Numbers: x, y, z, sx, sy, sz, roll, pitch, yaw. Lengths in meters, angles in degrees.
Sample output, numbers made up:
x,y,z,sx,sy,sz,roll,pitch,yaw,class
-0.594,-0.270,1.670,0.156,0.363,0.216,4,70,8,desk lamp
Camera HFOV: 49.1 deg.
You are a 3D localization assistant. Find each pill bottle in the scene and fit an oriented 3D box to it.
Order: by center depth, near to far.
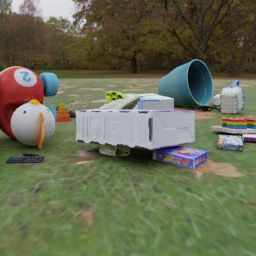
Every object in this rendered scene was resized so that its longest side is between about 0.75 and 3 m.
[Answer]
x,y,z,sx,sy,sz,roll,pitch,yaw,class
5.874,-1.819,18.191,0.686,0.686,1.220,6,15,25,pill bottle

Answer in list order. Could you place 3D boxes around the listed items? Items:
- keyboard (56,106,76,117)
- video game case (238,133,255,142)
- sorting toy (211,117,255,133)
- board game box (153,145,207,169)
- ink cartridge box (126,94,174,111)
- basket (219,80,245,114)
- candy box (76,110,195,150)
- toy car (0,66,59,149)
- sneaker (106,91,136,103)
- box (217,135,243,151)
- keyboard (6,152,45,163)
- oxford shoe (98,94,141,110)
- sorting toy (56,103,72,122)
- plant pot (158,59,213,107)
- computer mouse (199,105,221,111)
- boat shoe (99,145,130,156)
x,y,z,sx,sy,sz,roll,pitch,yaw,class
-3.357,-0.794,14.847,1.078,0.410,2.072,20,3,-25,keyboard
4.557,0.322,9.941,1.054,0.189,0.956,3,10,10,video game case
4.162,-0.128,10.598,1.449,0.504,1.441,-1,6,-14,sorting toy
1.451,0.767,7.872,1.268,0.284,0.852,11,17,39,board game box
1.065,-1.166,14.630,1.725,1.005,2.386,-5,14,-20,ink cartridge box
5.782,-1.650,15.417,1.279,1.621,1.838,8,26,41,basket
0.222,-0.039,8.476,2.829,1.012,2.373,3,4,39,candy box
-3.259,-0.525,9.273,2.671,2.563,2.898,-8,27,-41,toy car
-0.101,-1.719,17.488,2.655,0.983,1.110,10,9,6,sneaker
3.346,0.480,9.244,0.773,0.225,1.129,5,14,19,box
-2.869,0.819,7.885,0.973,0.193,0.506,0,13,-4,keyboard
-0.549,-0.779,11.411,2.545,0.957,0.735,-33,67,-21,oxford shoe
-3.783,-0.658,12.849,2.442,0.841,0.847,-8,15,-34,sorting toy
3.431,-2.547,17.519,2.790,2.790,2.621,-13,3,-43,plant pot
4.711,-1.098,16.003,0.935,0.306,1.332,9,6,44,computer mouse
-0.391,0.670,8.224,0.908,0.321,0.315,1,13,-2,boat shoe
